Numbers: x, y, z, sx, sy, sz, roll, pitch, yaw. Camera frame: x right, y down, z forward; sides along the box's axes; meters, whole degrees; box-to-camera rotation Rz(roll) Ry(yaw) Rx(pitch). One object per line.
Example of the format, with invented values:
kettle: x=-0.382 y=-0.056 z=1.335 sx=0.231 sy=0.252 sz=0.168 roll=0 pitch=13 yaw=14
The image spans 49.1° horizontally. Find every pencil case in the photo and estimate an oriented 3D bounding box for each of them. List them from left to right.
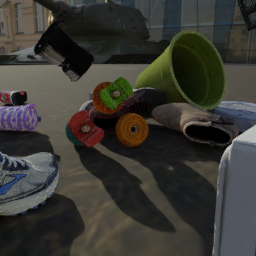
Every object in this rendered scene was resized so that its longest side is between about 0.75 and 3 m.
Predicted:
pencil case: x=-3.369 y=-0.314 z=7.616 sx=1.798 sy=0.769 sz=0.754 roll=1 pitch=1 yaw=7

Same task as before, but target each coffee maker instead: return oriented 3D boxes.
coffee maker: x=-1.580 y=-2.096 z=7.502 sx=1.355 sy=1.302 sz=0.913 roll=34 pitch=29 yaw=-38

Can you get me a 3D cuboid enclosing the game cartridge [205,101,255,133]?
game cartridge: x=3.458 y=-0.392 z=8.507 sx=1.737 sy=0.533 sz=2.609 roll=0 pitch=15 yaw=-13

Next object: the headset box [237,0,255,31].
headset box: x=1.455 y=-1.462 z=2.757 sx=0.775 sy=0.675 sz=0.359 roll=-21 pitch=21 yaw=28

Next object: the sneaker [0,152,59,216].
sneaker: x=-1.764 y=0.646 z=3.683 sx=0.924 sy=1.021 sz=2.397 roll=7 pitch=16 yaw=23

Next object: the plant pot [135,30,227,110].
plant pot: x=1.483 y=-1.544 z=9.257 sx=2.480 sy=2.480 sz=2.355 roll=-12 pitch=-3 yaw=-37

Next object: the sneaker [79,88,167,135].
sneaker: x=0.089 y=-0.336 z=7.687 sx=2.663 sy=1.008 sz=1.538 roll=-15 pitch=24 yaw=-15

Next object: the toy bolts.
toy bolts: x=-0.591 y=-0.087 z=6.568 sx=1.745 sy=1.667 sz=1.210 roll=-37 pitch=9 yaw=-22

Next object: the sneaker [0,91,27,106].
sneaker: x=-4.672 y=-1.167 z=11.107 sx=0.951 sy=0.593 sz=1.775 roll=-3 pitch=12 yaw=-7

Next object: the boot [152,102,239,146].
boot: x=1.523 y=-0.108 z=6.830 sx=2.213 sy=0.777 sz=1.618 roll=7 pitch=15 yaw=15

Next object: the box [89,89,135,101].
box: x=-0.071 y=-1.229 z=11.472 sx=2.418 sy=0.498 sz=1.885 roll=13 pitch=21 yaw=36

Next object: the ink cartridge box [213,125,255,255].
ink cartridge box: x=1.700 y=0.939 z=1.404 sx=2.303 sy=1.665 sz=0.970 roll=12 pitch=20 yaw=38
